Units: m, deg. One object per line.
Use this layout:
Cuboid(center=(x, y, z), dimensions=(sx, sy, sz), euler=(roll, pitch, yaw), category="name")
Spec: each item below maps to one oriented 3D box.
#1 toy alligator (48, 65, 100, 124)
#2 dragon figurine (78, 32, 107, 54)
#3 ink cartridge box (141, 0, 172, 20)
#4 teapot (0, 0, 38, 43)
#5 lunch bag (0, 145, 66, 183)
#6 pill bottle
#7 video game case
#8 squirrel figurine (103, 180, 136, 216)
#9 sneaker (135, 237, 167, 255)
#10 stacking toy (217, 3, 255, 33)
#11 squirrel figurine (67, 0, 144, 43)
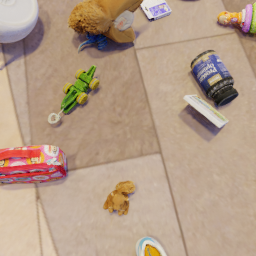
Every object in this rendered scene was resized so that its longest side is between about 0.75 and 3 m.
Cuboid(center=(-1.961, -1.181, 10.282), dimensions=(0.885, 0.642, 2.671), euler=(37, 80, 13), category="toy alligator")
Cuboid(center=(-1.158, -3.531, 11.206), dimensions=(0.911, 0.539, 1.832), euler=(40, 73, 14), category="dragon figurine")
Cuboid(center=(1.135, -5.156, 11.995), dimensions=(1.093, 0.237, 1.082), euler=(-22, 70, -11), category="ink cartridge box")
Cuboid(center=(-5.038, -4.363, 10.731), dimensions=(2.963, 2.164, 2.925), euler=(-35, 97, -42), category="teapot")
Cuboid(center=(-3.129, 1.083, 8.612), dimensions=(2.296, 2.022, 0.940), euler=(-6, 69, -2), category="lunch bag")
Cuboid(center=(3.180, -1.802, 10.245), dimensions=(1.072, 1.072, 1.917), euler=(-23, 71, -9), category="pill bottle")
Cuboid(center=(2.709, -0.617, 9.627), dimensions=(1.529, 1.392, 0.175), euler=(42, 114, 17), category="video game case")
Cuboid(center=(-0.255, 2.113, 8.721), dimensions=(0.819, 1.080, 1.157), euler=(21, 70, 8), category="squirrel figurine")
Cuboid(center=(0.962, 4.308, 7.922), dimensions=(0.940, 0.993, 2.458), euler=(-28, 72, -12), category="sneaker")
Cuboid(center=(5.124, -4.422, 11.180), dimensions=(2.994, 1.738, 1.643), euler=(5, 68, 14), category="stacking toy")
Cuboid(center=(-1.073, -4.540, 10.751), dimensions=(2.617, 1.852, 2.443), euler=(-21, 53, -26), category="squirrel figurine")
